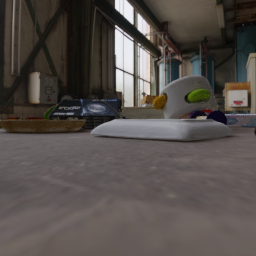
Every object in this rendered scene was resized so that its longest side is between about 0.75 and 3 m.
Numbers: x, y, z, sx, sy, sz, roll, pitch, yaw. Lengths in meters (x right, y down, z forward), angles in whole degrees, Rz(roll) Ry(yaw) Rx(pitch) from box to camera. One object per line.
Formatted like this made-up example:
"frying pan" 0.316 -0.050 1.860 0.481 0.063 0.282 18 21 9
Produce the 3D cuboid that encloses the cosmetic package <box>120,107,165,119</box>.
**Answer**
"cosmetic package" 0.564 -0.613 14.833 2.807 1.026 1.453 -1 2 -1

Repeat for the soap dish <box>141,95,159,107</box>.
"soap dish" 1.304 -1.401 14.588 1.097 0.566 1.394 0 2 -6

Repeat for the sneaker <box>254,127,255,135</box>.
"sneaker" 2.430 0.030 4.863 0.494 0.452 1.178 4 1 6

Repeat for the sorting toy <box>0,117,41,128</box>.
"sorting toy" -4.410 -0.258 12.358 1.391 0.488 2.885 1 2 29

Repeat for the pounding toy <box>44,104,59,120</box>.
"pounding toy" -3.865 -0.502 15.862 2.295 1.065 1.772 -35 -8 36

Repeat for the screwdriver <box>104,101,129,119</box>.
"screwdriver" -0.253 -0.484 9.898 0.237 0.247 1.699 -18 -50 41

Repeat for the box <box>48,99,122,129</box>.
"box" -1.639 -0.606 11.435 2.612 0.569 2.092 1 23 5

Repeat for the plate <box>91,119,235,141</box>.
"plate" 0.851 -0.012 6.607 2.545 0.412 2.550 3 3 39

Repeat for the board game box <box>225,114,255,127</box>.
"board game box" 5.948 -0.387 13.903 2.817 0.611 2.804 1 2 19

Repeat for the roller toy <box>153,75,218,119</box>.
"roller toy" 2.492 -1.138 11.905 2.411 1.685 2.199 -27 -22 32

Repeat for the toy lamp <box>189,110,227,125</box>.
"toy lamp" 2.670 -0.258 9.781 0.746 0.746 2.564 0 5 -1

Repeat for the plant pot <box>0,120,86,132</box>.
"plant pot" -2.758 -0.085 9.129 2.778 0.382 2.778 0 3 0
